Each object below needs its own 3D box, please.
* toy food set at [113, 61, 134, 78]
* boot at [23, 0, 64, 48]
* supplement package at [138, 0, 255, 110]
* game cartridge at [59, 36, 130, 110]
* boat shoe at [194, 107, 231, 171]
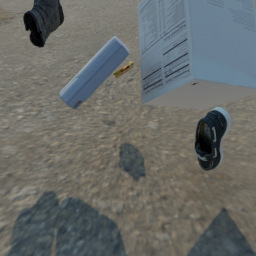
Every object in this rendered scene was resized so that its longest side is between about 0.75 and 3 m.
[{"bbox_3d":[-0.133,-1.838,8.869,0.792,0.193,0.784,-31,12,11],"label":"toy food set"},{"bbox_3d":[-2.442,-3.504,7.800,0.775,2.222,1.463,7,49,15],"label":"boot"},{"bbox_3d":[1.540,-1.923,6.400,1.956,2.577,1.942,3,-11,-27],"label":"supplement package"},{"bbox_3d":[-0.824,-1.286,6.487,1.797,0.545,2.695,-44,15,-4],"label":"game cartridge"},{"bbox_3d":[1.421,0.295,5.076,0.461,1.529,0.578,-28,45,-22],"label":"boat shoe"}]
